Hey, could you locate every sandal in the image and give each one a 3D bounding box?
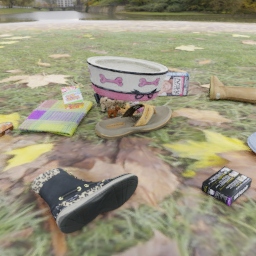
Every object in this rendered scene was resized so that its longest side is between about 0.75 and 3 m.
[{"bbox_3d":[0.280,-0.387,9.413,2.957,0.799,1.188,-14,29,-26],"label":"sandal"}]

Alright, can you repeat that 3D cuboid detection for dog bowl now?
[{"bbox_3d":[-0.043,-1.444,8.083,2.319,0.855,2.319,6,22,-2],"label":"dog bowl"}]

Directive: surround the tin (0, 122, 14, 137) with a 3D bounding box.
[{"bbox_3d":[-4.186,0.052,9.240,0.521,0.195,0.930,13,28,15],"label":"tin"}]

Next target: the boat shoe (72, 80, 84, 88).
[{"bbox_3d":[-2.461,-2.128,13.620,0.772,0.243,0.282,21,33,37],"label":"boat shoe"}]

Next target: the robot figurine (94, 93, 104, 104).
[{"bbox_3d":[-0.765,-1.391,11.481,1.265,0.789,0.950,-21,40,-36],"label":"robot figurine"}]

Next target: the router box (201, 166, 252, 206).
[{"bbox_3d":[2.307,1.319,6.542,0.994,0.254,0.742,-22,34,-37],"label":"router box"}]

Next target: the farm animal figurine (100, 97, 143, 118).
[{"bbox_3d":[-0.236,-0.983,10.691,1.495,0.752,1.207,-14,29,-27],"label":"farm animal figurine"}]

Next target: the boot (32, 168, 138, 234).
[{"bbox_3d":[-0.928,1.245,6.115,2.014,0.727,1.521,-23,35,-35],"label":"boot"}]

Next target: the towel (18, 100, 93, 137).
[{"bbox_3d":[-2.490,-0.449,10.130,1.952,0.310,2.718,4,27,6],"label":"towel"}]

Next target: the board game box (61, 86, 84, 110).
[{"bbox_3d":[-1.751,-0.969,8.798,0.586,0.184,1.228,-10,40,-14],"label":"board game box"}]

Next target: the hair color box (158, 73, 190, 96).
[{"bbox_3d":[1.712,-1.944,12.432,1.894,0.947,0.573,0,26,2],"label":"hair color box"}]

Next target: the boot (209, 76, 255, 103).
[{"bbox_3d":[4.637,-1.653,12.226,2.087,0.690,1.828,5,39,13],"label":"boot"}]

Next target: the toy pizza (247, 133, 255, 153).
[{"bbox_3d":[4.460,0.626,7.886,2.080,0.330,2.080,0,25,0],"label":"toy pizza"}]
